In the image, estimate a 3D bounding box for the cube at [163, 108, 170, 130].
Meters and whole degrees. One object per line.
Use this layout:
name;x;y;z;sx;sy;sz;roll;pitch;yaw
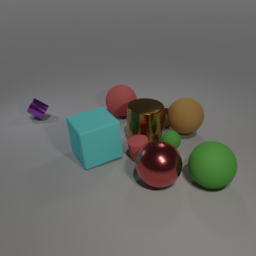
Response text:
cube;1.374;-0.425;11.795;0.700;0.700;0.700;16;33;27

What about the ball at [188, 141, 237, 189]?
ball;2.505;1.087;8.335;1.400;1.400;1.400;0;29;0

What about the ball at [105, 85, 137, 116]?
ball;-0.299;-1.219;12.435;1.400;1.400;1.400;0;29;0

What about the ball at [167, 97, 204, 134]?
ball;2.230;-0.480;10.845;1.400;1.400;1.400;0;29;0

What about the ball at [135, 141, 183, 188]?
ball;0.924;1.080;8.409;1.400;1.400;1.400;0;29;0

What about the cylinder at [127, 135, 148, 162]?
cylinder;0.384;0.698;9.644;0.700;0.700;0.700;-10;30;6

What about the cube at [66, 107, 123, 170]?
cube;-1.141;0.304;9.602;1.400;1.400;1.400;-18;33;-22

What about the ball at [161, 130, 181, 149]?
ball;1.517;0.436;9.921;0.700;0.700;0.700;0;29;0

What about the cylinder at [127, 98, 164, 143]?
cylinder;0.652;-0.241;10.732;1.400;1.400;1.400;0;29;0

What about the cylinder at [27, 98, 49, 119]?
cylinder;-3.933;-0.837;12.237;0.700;0.700;0.700;29;25;-15
